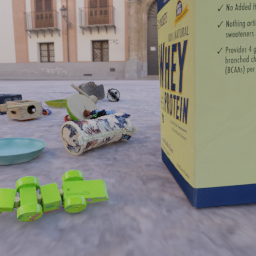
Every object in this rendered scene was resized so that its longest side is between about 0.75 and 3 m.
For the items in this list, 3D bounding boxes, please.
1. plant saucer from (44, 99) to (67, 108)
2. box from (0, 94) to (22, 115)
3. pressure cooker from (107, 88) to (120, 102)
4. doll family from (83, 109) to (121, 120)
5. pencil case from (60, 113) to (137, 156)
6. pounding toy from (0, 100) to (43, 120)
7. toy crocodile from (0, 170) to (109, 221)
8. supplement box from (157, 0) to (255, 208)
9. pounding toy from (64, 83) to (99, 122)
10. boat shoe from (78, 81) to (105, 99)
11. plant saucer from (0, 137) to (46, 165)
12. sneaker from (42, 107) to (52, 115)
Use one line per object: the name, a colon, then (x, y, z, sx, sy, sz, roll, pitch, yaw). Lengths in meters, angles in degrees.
plant saucer: (-3.047, -1.127, 12.978, 1.192, 0.285, 1.191, 8, 14, 36)
box: (-5.034, -0.969, 11.164, 0.994, 0.701, 1.344, 4, 12, 20)
pressure cooker: (-0.787, -1.794, 15.139, 0.709, 0.721, 0.807, 3, 11, -3)
doll family: (-0.701, -0.234, 7.933, 0.991, 0.673, 1.714, -7, 8, -14)
pencil case: (-0.615, 0.089, 6.069, 0.795, 0.692, 1.778, -6, 5, 39)
pounding toy: (-3.546, -0.534, 9.239, 1.207, 0.629, 1.374, 9, 15, 37)
toy crocodile: (-0.893, 0.823, 3.328, 1.348, 0.416, 0.455, -4, 53, -23)
supplement box: (2.017, -0.696, 4.093, 2.879, 2.876, 1.933, -4, 12, -5)
pounding toy: (-1.553, -0.539, 8.915, 1.164, 0.700, 1.508, 27, 38, -27)
boat shoe: (-2.192, -1.964, 15.644, 1.075, 1.093, 2.933, -7, 1, 15)
plant saucer: (-2.282, 0.445, 5.379, 1.371, 0.247, 1.371, 1, 10, 0)
sneaker: (-3.200, -0.638, 10.775, 0.296, 0.284, 0.754, -2, 18, -46)
